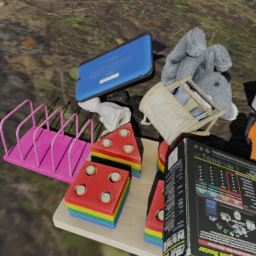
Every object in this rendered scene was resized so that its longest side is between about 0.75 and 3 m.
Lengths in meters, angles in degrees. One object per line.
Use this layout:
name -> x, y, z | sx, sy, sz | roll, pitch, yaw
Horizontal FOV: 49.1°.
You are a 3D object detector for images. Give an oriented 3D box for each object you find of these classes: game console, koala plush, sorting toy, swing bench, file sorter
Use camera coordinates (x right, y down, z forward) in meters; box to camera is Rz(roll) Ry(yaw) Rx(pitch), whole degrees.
game console -> -0.106, -1.518, 7.616 | 2.253, 1.333, 1.923 | -18, 55, 27
koala plush -> 2.002, -1.090, 7.461 | 1.856, 1.923, 2.093 | 9, 46, -45
sorting toy -> 0.235, 1.002, 5.680 | 2.648, 0.921, 2.632 | 13, 44, 14
swing bench -> 1.114, -0.375, 5.966 | 1.240, 0.804, 1.233 | -15, 54, -33
file sorter -> -1.754, 0.216, 6.282 | 1.733, 1.087, 1.204 | 17, 41, 11

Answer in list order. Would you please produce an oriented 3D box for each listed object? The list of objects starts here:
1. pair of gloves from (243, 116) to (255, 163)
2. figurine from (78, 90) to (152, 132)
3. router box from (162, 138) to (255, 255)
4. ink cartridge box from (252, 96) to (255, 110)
pair of gloves -> 3.832, 0.644, 6.072 | 2.732, 0.338, 2.434 | 26, 36, 14
figurine -> -0.312, -0.546, 7.440 | 1.611, 0.693, 1.572 | -16, 34, -40
router box -> 1.866, 1.495, 4.526 | 2.599, 0.807, 1.947 | 20, 45, -11
ink cartridge box -> 4.743, -0.614, 7.368 | 2.177, 0.904, 1.596 | -13, 50, -13
